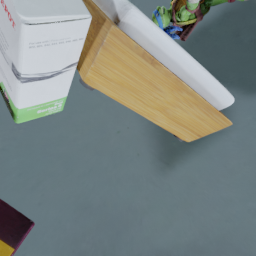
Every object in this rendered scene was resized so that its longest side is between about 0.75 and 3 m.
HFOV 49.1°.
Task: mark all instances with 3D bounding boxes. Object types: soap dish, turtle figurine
[{"bbox_3d":[0.255,-1.073,4.791,1.194,2.940,2.313,-49,42,16],"label":"soap dish"},{"bbox_3d":[1.515,-3.180,5.846,2.274,1.687,2.345,-15,99,0],"label":"turtle figurine"}]

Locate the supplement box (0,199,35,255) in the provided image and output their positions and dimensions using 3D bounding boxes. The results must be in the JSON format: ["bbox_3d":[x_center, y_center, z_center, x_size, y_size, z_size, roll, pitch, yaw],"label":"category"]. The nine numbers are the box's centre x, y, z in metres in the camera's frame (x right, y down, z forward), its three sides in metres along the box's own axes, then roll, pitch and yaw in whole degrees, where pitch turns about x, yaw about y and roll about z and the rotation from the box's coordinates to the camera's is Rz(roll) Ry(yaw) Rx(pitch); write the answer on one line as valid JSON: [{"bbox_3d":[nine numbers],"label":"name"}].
[{"bbox_3d":[-2.656,0.966,2.904,2.765,1.184,1.526,39,47,-9],"label":"supplement box"}]

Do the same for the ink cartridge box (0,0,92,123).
[{"bbox_3d":[-1.297,-1.157,3.626,0.791,1.883,1.370,-20,71,-32],"label":"ink cartridge box"}]
